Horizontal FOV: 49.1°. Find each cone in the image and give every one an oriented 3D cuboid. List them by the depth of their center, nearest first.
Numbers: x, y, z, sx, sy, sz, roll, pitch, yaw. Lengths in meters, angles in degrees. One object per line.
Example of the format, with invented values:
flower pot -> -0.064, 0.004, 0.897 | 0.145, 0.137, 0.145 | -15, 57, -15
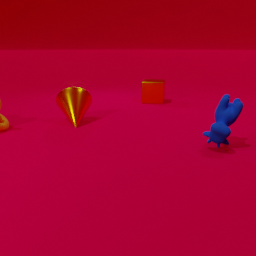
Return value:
cone -> -1.428, -0.389, 7.538 | 1.008, 1.008, 1.012 | -3, 51, -10

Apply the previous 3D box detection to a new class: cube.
cube -> 0.950, -1.354, 10.321 | 0.792, 0.792, 0.792 | 3, 17, 11

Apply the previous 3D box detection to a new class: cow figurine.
cow figurine -> 1.949, -0.149, 5.725 | 0.552, 0.990, 1.006 | 24, 19, 12

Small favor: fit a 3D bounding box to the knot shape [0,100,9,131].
knot shape -> -3.436, -0.380, 6.939 | 0.564, 1.141, 1.220 | -47, 8, -36
